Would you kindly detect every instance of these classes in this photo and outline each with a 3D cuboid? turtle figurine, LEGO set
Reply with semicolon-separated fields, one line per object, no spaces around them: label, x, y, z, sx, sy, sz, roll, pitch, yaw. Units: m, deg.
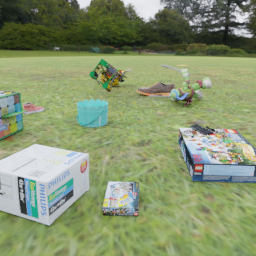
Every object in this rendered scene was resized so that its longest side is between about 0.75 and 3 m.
turtle figurine;2.679;-2.106;13.648;2.354;1.747;2.428;-7;22;-33
LEGO set;-1.039;-2.809;15.412;1.967;1.512;1.140;33;6;34

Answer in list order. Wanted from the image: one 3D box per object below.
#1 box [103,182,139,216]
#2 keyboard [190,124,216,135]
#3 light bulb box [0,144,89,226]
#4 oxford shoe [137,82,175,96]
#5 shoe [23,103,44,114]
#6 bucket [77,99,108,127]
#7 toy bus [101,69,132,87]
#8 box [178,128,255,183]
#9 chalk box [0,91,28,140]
box;-0.110;1.353;5.447;0.650;0.179;0.952;1;18;3
keyboard;2.213;0.019;8.176;0.515;0.084;0.811;-6;20;-18
light bulb box;-1.674;0.999;5.426;1.378;0.860;1.365;8;19;22
oxford shoe;1.538;-2.171;15.341;2.119;0.772;0.755;4;18;11
shoe;-4.013;-0.881;11.935;0.334;0.426;0.936;16;24;40
bucket;-1.301;-0.554;10.337;1.227;0.798;1.227;0;18;0
toy bus;-0.857;-3.174;18.132;1.765;0.967;1.871;-23;24;-40
box;2.322;0.607;7.275;1.704;0.470;2.495;1;18;2
chalk box;-4.348;-0.443;9.103;2.210;1.370;1.379;7;18;18
